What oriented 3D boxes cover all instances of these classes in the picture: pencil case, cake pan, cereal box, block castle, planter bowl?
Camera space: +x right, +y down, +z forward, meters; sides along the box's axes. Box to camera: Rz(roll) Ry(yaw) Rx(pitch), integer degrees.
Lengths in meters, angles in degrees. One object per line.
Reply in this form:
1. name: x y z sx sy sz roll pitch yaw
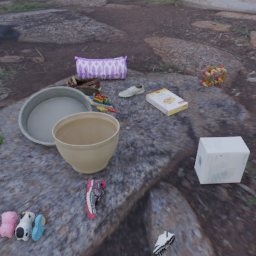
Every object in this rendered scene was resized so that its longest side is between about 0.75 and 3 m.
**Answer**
1. pencil case: -1.363 -3.172 14.787 2.751 1.176 1.154 -3 39 -2
2. cake pan: -2.782 -0.435 10.991 2.828 0.519 2.828 0 55 1
3. cereal box: 1.766 -1.219 12.833 1.180 0.324 1.640 -23 42 -28
4. block castle: 4.357 -2.691 14.412 1.281 0.856 0.601 -17 46 -22
5. planter bowl: -1.342 0.578 9.399 2.158 1.453 2.158 0 31 0

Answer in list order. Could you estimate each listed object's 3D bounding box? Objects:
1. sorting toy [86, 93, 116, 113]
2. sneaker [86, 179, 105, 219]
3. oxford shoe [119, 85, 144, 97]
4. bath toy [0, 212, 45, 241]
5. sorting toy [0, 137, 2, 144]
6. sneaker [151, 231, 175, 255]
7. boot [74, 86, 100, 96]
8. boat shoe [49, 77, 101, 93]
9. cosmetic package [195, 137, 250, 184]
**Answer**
1. sorting toy: -1.076 -1.079 10.913 0.874 0.307 1.812 10 20 -30
2. sneaker: -0.967 2.026 8.247 0.519 0.560 1.389 0 36 -3
3. oxford shoe: 0.175 -1.816 13.611 1.347 0.389 0.506 -17 42 -18
4. bath toy: -3.119 2.540 7.500 1.678 0.620 0.730 2 36 4
5. sorting toy: -5.600 0.497 10.126 1.893 0.777 1.137 -24 43 -30
6. sneaker: 0.855 2.989 7.221 0.812 0.299 0.325 -26 30 -37
7. boot: -2.407 -1.027 12.333 2.636 0.985 1.278 -12 56 -16
8. boat shoe: -2.591 -2.065 13.478 2.571 0.925 0.928 -3 36 -4
9. cosmetic package: 2.953 1.035 8.927 1.326 1.322 0.815 -3 36 -3
